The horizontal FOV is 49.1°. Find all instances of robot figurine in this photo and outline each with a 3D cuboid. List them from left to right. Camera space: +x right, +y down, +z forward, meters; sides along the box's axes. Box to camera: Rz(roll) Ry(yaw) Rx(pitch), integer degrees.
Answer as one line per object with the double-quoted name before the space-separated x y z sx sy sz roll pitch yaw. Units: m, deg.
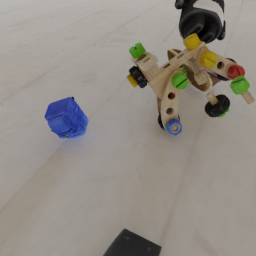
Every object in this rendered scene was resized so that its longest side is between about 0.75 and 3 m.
"robot figurine" 1.880 -2.856 7.169 1.102 1.327 1.766 -1 55 24

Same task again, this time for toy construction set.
"toy construction set" 1.224 -1.565 6.790 2.421 2.230 2.903 -32 24 31

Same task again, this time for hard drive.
"hard drive" -0.048 2.065 4.057 0.755 0.237 1.119 18 39 24

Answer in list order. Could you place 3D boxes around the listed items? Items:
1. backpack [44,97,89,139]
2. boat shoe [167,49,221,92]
"backpack" -1.399 -0.127 6.463 0.739 0.909 0.763 -10 50 24
"boat shoe" 2.165 -2.050 9.236 0.840 0.842 2.334 -28 44 -11
